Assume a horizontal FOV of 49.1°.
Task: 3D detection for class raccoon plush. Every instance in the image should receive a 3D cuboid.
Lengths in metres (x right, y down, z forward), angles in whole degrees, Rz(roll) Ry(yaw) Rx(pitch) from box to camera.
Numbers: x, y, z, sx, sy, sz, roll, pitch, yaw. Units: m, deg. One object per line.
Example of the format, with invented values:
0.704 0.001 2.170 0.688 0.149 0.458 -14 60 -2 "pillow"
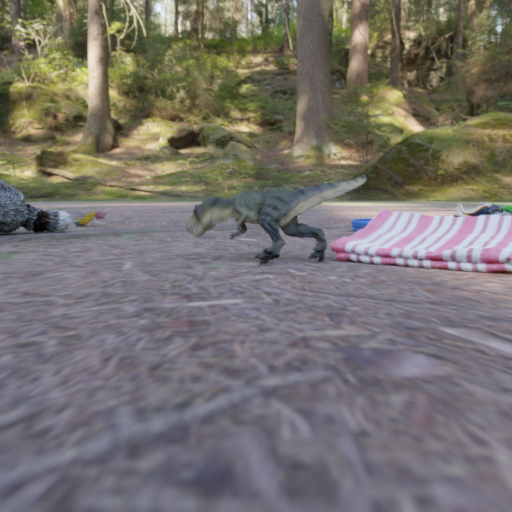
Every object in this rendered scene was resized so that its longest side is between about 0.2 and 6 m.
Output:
-5.117 -0.963 11.444 2.630 1.272 1.762 -3 12 -22 "raccoon plush"

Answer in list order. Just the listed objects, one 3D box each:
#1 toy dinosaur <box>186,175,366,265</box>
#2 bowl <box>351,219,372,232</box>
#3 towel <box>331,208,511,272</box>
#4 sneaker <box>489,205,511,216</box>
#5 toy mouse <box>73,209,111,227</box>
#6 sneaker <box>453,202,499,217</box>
0.377 -0.467 7.431 2.601 1.146 0.617 -11 -28 -6 "toy dinosaur"
2.908 -0.693 12.916 1.413 0.277 1.413 0 7 0 "bowl"
2.431 -0.259 7.490 2.399 0.359 1.756 4 21 34 "towel"
3.482 -0.393 8.384 1.745 0.744 0.681 1 7 14 "sneaker"
-4.345 -0.975 14.672 1.166 0.226 1.036 -22 7 -12 "toy mouse"
5.220 -0.813 12.240 1.759 0.698 0.690 4 6 22 "sneaker"
